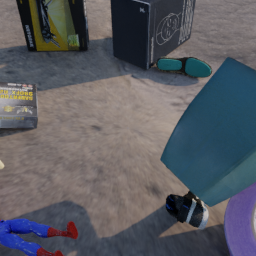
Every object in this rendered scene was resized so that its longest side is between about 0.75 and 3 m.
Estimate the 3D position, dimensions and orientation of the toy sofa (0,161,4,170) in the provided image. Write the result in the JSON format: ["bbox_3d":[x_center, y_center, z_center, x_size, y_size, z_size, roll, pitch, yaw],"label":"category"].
[{"bbox_3d":[-3.121,1.137,5.169,1.101,0.935,2.257,-16,31,12],"label":"toy sofa"}]

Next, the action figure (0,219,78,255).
[{"bbox_3d":[-2.193,1.611,4.792,2.417,1.196,0.789,-1,40,21],"label":"action figure"}]

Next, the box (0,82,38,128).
[{"bbox_3d":[-3.409,-0.647,7.467,1.881,0.455,1.489,1,41,-21],"label":"box"}]

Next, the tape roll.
[{"bbox_3d":[2.864,1.768,4.186,2.598,1.104,2.598,-18,32,11],"label":"tape roll"}]

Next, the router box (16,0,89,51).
[{"bbox_3d":[-2.591,-4.140,9.724,2.237,2.845,0.743,-2,41,-1],"label":"router box"}]

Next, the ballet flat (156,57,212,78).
[{"bbox_3d":[1.862,-2.088,9.278,1.851,0.628,0.697,11,25,14],"label":"ballet flat"}]

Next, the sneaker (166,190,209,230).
[{"bbox_3d":[1.059,1.364,5.284,0.714,0.466,1.277,20,10,2],"label":"sneaker"}]

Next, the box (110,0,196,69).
[{"bbox_3d":[0.946,-3.843,9.865,1.596,2.213,2.982,28,50,27],"label":"box"}]

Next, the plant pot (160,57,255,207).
[{"bbox_3d":[1.645,0.232,4.656,2.004,1.416,1.417,-47,51,2],"label":"plant pot"}]
